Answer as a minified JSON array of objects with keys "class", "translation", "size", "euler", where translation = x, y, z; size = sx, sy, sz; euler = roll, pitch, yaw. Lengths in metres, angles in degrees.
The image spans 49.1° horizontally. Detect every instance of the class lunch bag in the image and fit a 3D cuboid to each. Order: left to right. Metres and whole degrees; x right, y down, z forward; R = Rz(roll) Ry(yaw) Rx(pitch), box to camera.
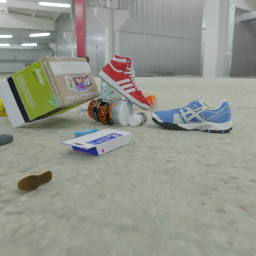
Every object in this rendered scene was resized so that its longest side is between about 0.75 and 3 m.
[{"class":"lunch bag","translation":[-0.611,-2.689,16.972],"size":[1.924,2.259,1.377],"euler":[-7,14,-30]}]

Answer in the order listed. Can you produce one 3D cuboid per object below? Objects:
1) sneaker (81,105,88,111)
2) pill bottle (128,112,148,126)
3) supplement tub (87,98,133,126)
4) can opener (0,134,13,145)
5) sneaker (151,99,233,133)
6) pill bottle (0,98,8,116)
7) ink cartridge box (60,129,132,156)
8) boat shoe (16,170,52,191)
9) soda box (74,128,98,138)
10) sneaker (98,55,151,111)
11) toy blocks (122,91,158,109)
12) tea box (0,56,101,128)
[{"class":"sneaker","translation":[-2.090,-1.023,14.112],"size":[0.501,0.305,0.768],"euler":[-3,14,-7]},{"class":"pill bottle","translation":[0.373,-0.326,10.719],"size":[0.464,0.464,0.814],"euler":[8,15,30]},{"class":"supplement tub","translation":[-0.713,-0.651,10.914],"size":[1.647,1.009,1.009],"euler":[8,15,34]},{"class":"can opener","translation":[-3.916,0.354,7.835],"size":[0.400,0.505,1.519],"euler":[6,9,27]},{"class":"sneaker","translation":[2.265,-0.505,10.097],"size":[2.855,1.100,1.081],"euler":[2,15,15]},{"class":"pill bottle","translation":[-5.253,-1.019,12.749],"size":[1.615,0.911,0.911],"euler":[-1,13,-8]},{"class":"ink cartridge box","translation":[-0.815,0.398,7.825],"size":[0.953,0.373,2.012],"euler":[9,13,33]},{"class":"boat shoe","translation":[-1.839,1.010,5.383],"size":[0.273,0.301,0.845],"euler":[-1,3,27]},{"class":"soda box","translation":[-1.311,0.207,8.897],"size":[0.257,0.244,0.759],"euler":[12,18,43]},{"class":"sneaker","translation":[0.156,-1.804,10.662],"size":[2.395,1.347,0.853],"euler":[38,5,4]},{"class":"toy blocks","translation":[0.621,-1.382,14.448],"size":[1.958,0.853,2.349],"euler":[0,13,1]},{"class":"tea box","translation":[-2.948,-1.428,10.824],"size":[2.620,1.779,2.663],"euler":[-19,5,24]}]
